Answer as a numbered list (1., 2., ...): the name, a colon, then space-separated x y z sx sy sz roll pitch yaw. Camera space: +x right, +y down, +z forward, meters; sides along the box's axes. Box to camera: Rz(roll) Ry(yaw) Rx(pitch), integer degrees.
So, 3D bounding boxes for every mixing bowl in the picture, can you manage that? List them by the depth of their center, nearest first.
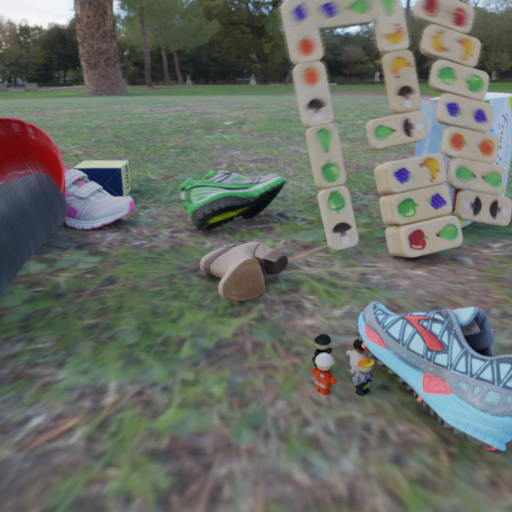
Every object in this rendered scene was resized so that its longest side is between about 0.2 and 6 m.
1. mixing bowl: -4.203 -1.106 9.591 2.210 2.210 1.197 -1 -12 -2

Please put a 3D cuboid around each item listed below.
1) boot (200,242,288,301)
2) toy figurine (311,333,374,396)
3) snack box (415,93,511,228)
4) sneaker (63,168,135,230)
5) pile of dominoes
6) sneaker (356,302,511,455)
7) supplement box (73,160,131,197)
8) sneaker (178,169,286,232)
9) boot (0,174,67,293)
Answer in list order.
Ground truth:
1. boot: -0.343 0.192 7.821 1.137 0.546 1.555 7 19 37
2. toy figurine: 0.836 1.042 5.438 0.595 0.421 0.605 2 19 5
3. snack box: 4.055 -1.892 10.793 0.943 2.349 2.785 17 26 37
4. sneaker: -3.452 -1.125 10.604 2.350 1.037 0.956 4 20 10
5. pile of dominoes: 2.375 -2.134 8.624 3.251 4.171 0.664 -13 4 -11
6. sneaker: 1.701 0.834 5.031 0.777 0.936 1.960 30 8 -33
7. supplement box: -3.508 -1.752 12.841 1.078 0.724 1.077 -1 20 -1
8. sneaker: -0.389 -1.292 10.644 2.426 0.947 1.034 -19 68 -44
9. boot: -4.082 0.030 6.607 2.986 0.980 2.461 -7 24 24
